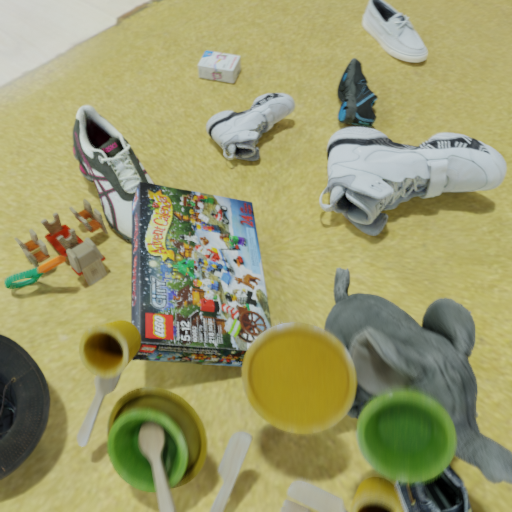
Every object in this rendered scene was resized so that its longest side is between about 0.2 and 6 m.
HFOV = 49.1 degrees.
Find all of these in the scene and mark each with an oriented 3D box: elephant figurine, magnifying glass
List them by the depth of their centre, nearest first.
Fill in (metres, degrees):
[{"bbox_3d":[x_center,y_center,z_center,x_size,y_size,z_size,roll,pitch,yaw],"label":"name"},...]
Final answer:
[{"bbox_3d":[2.254,1.529,7.870,2.226,2.869,2.030,38,70,-20],"label":"elephant figurine"},{"bbox_3d":[-3.989,0.301,10.129,1.383,0.551,0.155,-22,77,25],"label":"magnifying glass"}]

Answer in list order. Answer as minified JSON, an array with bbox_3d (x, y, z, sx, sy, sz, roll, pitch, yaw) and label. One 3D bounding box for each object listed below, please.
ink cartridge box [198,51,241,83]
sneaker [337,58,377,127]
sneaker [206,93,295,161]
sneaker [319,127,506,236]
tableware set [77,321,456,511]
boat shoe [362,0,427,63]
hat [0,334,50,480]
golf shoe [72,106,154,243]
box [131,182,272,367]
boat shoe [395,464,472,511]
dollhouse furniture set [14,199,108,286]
[{"bbox_3d":[-0.920,-4.790,14.190,0.944,0.399,0.682,13,55,8],"label":"ink cartridge box"},{"bbox_3d":[2.430,-3.867,13.430,0.843,0.754,2.059,13,60,-10],"label":"sneaker"},{"bbox_3d":[0.038,-2.836,12.558,2.125,0.799,1.221,-21,57,-9],"label":"sneaker"},{"bbox_3d":[3.028,-1.390,11.187,3.597,1.352,2.068,11,55,14],"label":"sneaker"},{"bbox_3d":[-0.156,2.261,7.254,4.808,3.239,0.738,23,13,9],"label":"tableware set"},{"bbox_3d":[3.707,-6.032,14.829,0.861,0.819,2.392,-19,56,-13],"label":"boat shoe"},{"bbox_3d":[-4.238,2.402,8.647,2.396,0.966,2.396,1,65,-1],"label":"hat"},{"bbox_3d":[-2.692,-1.504,11.010,1.220,1.392,3.160,-35,76,-20],"label":"golf shoe"},{"bbox_3d":[-1.009,0.284,9.863,2.272,0.627,3.327,8,51,-23],"label":"box"},{"bbox_3d":[2.682,3.841,7.515,0.823,1.056,2.327,-21,57,-15],"label":"boat shoe"},{"bbox_3d":[-3.535,-0.157,10.759,1.542,0.795,1.526,-35,50,-23],"label":"dollhouse furniture set"}]
